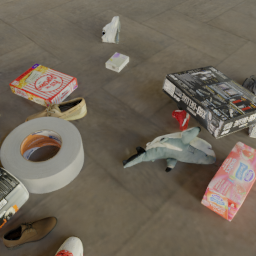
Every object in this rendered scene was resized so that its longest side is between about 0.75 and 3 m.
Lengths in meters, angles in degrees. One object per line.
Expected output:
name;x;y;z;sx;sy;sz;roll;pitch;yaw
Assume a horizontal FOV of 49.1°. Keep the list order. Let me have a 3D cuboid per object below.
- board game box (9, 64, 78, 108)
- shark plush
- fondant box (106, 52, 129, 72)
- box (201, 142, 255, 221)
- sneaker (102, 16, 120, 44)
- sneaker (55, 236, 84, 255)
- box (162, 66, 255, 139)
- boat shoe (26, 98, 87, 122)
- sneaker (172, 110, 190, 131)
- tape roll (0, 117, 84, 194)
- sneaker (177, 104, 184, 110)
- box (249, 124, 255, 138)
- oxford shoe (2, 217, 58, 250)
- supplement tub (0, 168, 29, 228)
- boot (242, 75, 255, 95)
board game box;-3.516;-1.784;11.781;2.211;0.512;1.675;22;52;19
shark plush;1.348;0.840;9.166;2.991;1.359;1.246;-10;80;-15
fondant box;-0.497;-3.079;13.090;0.717;0.290;0.994;23;51;16
box;3.198;1.549;8.422;0.984;1.067;2.079;30;54;24
sneaker;-0.880;-5.239;14.756;0.925;0.791;2.124;0;47;7
sneaker;-1.672;3.453;6.654;0.708;1.136;2.119;14;50;12
box;2.968;-1.067;9.732;2.298;0.725;2.914;-17;46;-28
boat shoe;-2.742;-0.596;10.549;2.359;0.761;0.841;-20;51;-17
sneaker;1.939;-0.289;10.579;0.658;0.446;1.139;9;36;19
tape roll;-2.758;0.821;9.220;2.560;0.846;2.560;0;47;0
sneaker;2.894;-1.042;10.904;1.867;0.847;0.709;-2;49;-3
box;4.798;-0.175;10.125;0.552;0.840;0.844;14;50;12
oxford shoe;-2.635;2.793;7.607;1.484;0.626;0.539;-22;50;-21
supplement tub;-3.925;2.251;7.619;1.329;1.329;2.168;26;53;21
boot;5.239;-1.564;11.625;1.153;0.611;1.751;33;45;30
